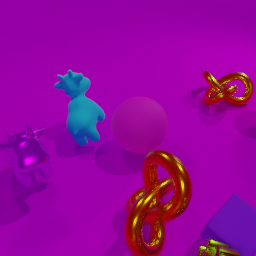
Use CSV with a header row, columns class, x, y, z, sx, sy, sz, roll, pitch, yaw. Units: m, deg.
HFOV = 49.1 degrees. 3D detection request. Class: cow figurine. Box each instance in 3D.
class,x,y,z,sx,sy,sz,roll,pitch,yaw
cow figurine,-1.168,-0.507,6.575,0.820,1.470,1.494,-16,43,24
cow figurine,-1.953,0.419,5.301,0.838,1.501,1.526,-25,41,-24

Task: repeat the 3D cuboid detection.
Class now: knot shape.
class,x,y,z,sx,sy,sz,roll,pitch,yaw
knot shape,2.737,-1.108,8.112,1.555,0.719,1.456,23,44,26
knot shape,0.446,1.222,4.814,0.801,1.734,1.623,20,0,0

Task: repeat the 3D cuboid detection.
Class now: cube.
class,x,y,z,sx,sy,sz,roll,pitch,yaw
cube,1.702,1.634,4.455,0.724,0.724,0.724,-40,63,-18

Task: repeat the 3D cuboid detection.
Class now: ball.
class,x,y,z,sx,sy,sz,roll,pitch,yaw
ball,0.256,-0.067,6.228,1.262,1.262,1.262,0,39,0

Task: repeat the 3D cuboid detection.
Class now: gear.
class,x,y,z,sx,sy,sz,roll,pitch,yaw
gear,1.027,2.161,3.438,0.264,1.427,1.427,15,40,0
